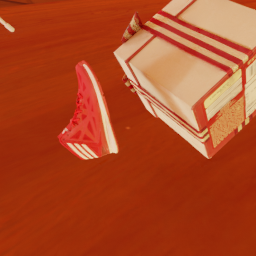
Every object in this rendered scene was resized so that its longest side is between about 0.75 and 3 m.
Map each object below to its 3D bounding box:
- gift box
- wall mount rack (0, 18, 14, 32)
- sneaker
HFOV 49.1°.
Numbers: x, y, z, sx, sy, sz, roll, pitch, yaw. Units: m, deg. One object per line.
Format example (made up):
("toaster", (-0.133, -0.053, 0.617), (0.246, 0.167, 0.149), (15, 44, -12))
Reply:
("gift box", (1.233, -1.200, 5.078), (2.193, 2.377, 2.219), (-40, 52, -8))
("wall mount rack", (-3.189, -2.153, 5.738), (1.548, 1.781, 0.664), (51, 15, 27))
("sneaker", (-0.707, -0.190, 4.082), (0.834, 1.444, 0.566), (-19, 7, -7))
